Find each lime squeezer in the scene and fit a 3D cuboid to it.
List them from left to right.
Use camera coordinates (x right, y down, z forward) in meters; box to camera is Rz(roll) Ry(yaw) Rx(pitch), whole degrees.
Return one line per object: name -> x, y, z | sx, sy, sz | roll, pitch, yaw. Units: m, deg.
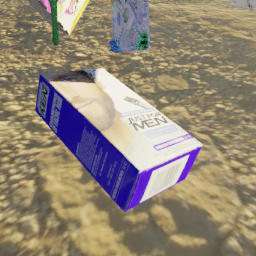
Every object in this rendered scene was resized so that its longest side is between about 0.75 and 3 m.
lime squeezer -> -1.755, -3.654, 7.552 | 0.548, 1.026, 2.904 | -12, 53, 29

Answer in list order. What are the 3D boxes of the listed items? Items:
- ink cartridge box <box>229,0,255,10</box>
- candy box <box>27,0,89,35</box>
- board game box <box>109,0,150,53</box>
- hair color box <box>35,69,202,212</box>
ink cartridge box -> 3.454, -3.837, 7.078 | 0.824, 1.428, 1.969 | -36, 37, -7
candy box -> -2.390, -4.742, 9.333 | 0.895, 2.001, 2.934 | 29, -1, 14
board game box -> -0.061, -2.859, 7.127 | 0.231, 1.787, 1.787 | -11, 16, -29
hair color box -> -0.303, -0.039, 5.132 | 1.573, 0.933, 2.878 | -15, 44, -42
